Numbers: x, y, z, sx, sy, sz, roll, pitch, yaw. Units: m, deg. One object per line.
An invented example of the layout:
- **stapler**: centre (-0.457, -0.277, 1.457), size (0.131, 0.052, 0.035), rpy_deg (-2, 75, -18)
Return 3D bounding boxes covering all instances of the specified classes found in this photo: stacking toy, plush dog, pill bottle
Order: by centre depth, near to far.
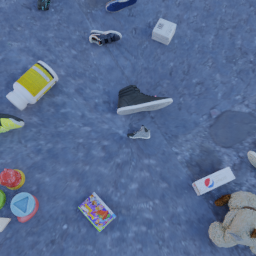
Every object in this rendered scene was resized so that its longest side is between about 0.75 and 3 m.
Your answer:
- **plush dog**: centre (4.148, 3.134, 9.919), size (2.288, 1.836, 1.965), rpy_deg (10, 47, 4)
- **stacking toy**: centre (-4.494, 2.653, 10.362), size (1.850, 0.863, 2.043), rpy_deg (-35, 74, -12)
- **pill bottle**: centre (-4.042, -1.746, 11.785), size (1.148, 1.148, 2.062), rpy_deg (37, 73, 12)

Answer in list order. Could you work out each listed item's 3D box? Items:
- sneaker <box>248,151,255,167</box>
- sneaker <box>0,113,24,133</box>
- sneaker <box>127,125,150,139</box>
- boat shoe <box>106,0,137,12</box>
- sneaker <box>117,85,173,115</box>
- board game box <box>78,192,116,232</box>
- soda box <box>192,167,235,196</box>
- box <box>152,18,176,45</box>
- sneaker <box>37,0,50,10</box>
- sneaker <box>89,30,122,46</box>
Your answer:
- **sneaker**: centre (5.557, 1.386, 10.946), size (1.829, 0.686, 0.773), rpy_deg (41, 76, 4)
- **sneaker**: centre (-5.426, -0.043, 11.380), size (2.565, 0.967, 0.980), rpy_deg (-2, 77, 10)
- **sneaker**: centre (0.445, 0.126, 11.383), size (0.980, 0.368, 0.566), rpy_deg (2, 109, -14)
- **boat shoe**: centre (-0.409, -6.185, 13.725), size (1.677, 0.606, 0.607), rpy_deg (-23, 67, -18)
- **sneaker**: centre (0.638, -1.323, 11.714), size (2.348, 0.830, 1.164), rpy_deg (-9, 74, 2)
- **board game box**: centre (-1.152, 3.143, 10.499), size (0.821, 0.273, 1.221), rpy_deg (-42, 76, -14)
- **soda box**: centre (3.284, 2.049, 10.779), size (1.529, 0.487, 0.521), rpy_deg (-22, 72, -7)
- **box**: centre (1.681, -4.502, 13.086), size (0.865, 0.565, 0.860), rpy_deg (25, 72, 9)
- **sneaker**: centre (-4.105, -6.443, 13.877), size (0.569, 0.541, 1.435), rpy_deg (8, 77, -11)
- **sneaker**: centre (-1.063, -4.115, 12.943), size (1.511, 0.593, 0.600), rpy_deg (7, 65, 14)
